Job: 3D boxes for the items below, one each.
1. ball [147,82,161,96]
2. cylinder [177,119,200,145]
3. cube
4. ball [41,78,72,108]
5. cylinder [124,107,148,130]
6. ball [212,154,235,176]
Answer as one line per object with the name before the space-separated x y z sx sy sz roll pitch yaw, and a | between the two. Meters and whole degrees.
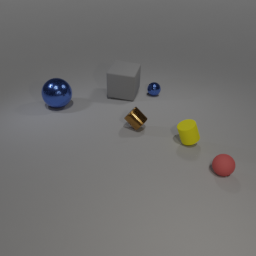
ball | 1.347 -2.020 14.505 0.700 0.700 0.700 0 29 0
cylinder | 2.219 0.152 10.271 0.700 0.700 0.700 -17 30 10
cube | -0.204 -2.400 14.099 1.400 1.400 1.400 11 41 10
ball | -3.312 -1.629 13.067 1.400 1.400 1.400 0 29 0
cylinder | 0.317 -0.386 11.325 0.700 0.700 0.700 46 36 -4
ball | 3.013 1.164 8.825 0.700 0.700 0.700 0 29 0
